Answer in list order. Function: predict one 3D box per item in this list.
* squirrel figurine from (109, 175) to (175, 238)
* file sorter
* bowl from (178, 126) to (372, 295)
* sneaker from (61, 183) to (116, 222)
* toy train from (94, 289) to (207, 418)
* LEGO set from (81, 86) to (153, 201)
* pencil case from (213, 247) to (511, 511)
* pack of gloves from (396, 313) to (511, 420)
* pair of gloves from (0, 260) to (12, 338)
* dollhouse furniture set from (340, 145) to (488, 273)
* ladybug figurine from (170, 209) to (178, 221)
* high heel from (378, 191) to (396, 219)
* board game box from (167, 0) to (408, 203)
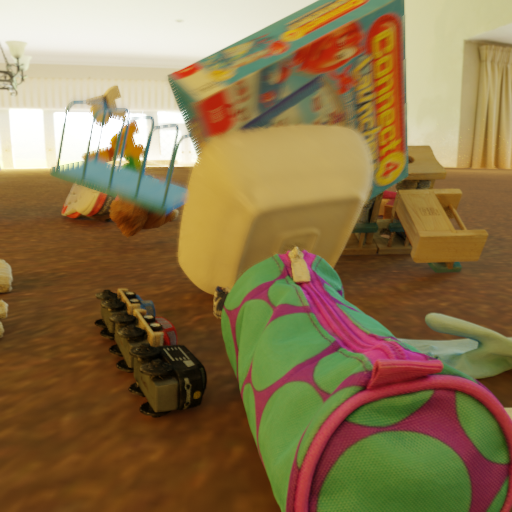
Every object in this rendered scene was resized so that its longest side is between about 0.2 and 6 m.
[{"bbox_3d":[-1.957,-0.867,9.857,1.214,0.859,1.134,-42,6,-26],"label":"squirrel figurine"},{"bbox_3d":[-1.711,-1.420,7.757,1.695,1.040,1.176,19,18,8],"label":"file sorter"},{"bbox_3d":[0.305,-0.367,6.602,2.218,2.215,0.828,-10,50,-26],"label":"bowl"},{"bbox_3d":[-3.881,-1.262,13.817,1.291,1.215,3.153,25,-1,-30],"label":"sneaker"},{"bbox_3d":[-0.958,0.703,4.818,0.564,0.420,2.461,-1,11,-25],"label":"toy train"},{"bbox_3d":[-2.786,-1.777,11.006,1.159,2.824,1.077,-21,24,-20],"label":"LEGO set"},{"bbox_3d":[0.392,0.666,3.233,1.025,1.113,2.409,-2,12,-10],"label":"pencil case"},{"bbox_3d":[2.215,0.806,4.045,2.697,0.532,2.266,-1,10,-5],"label":"pack of gloves"},{"bbox_3d":[-4.105,0.427,5.743,2.927,0.603,3.442,-4,13,-20],"label":"pair of gloves"},{"bbox_3d":[2.075,-0.405,8.632,1.645,1.654,2.347,-2,41,-6],"label":"dollhouse furniture set"},{"bbox_3d":[-2.285,-0.986,13.554,0.810,0.291,0.550,0,11,1],"label":"ladybug figurine"},{"bbox_3d":[2.753,-1.423,14.337,2.451,0.826,1.178,21,29,21],"label":"high heel"},{"bbox_3d":[0.600,-1.501,6.907,2.622,2.678,0.748,-31,48,-11],"label":"board game box"}]
